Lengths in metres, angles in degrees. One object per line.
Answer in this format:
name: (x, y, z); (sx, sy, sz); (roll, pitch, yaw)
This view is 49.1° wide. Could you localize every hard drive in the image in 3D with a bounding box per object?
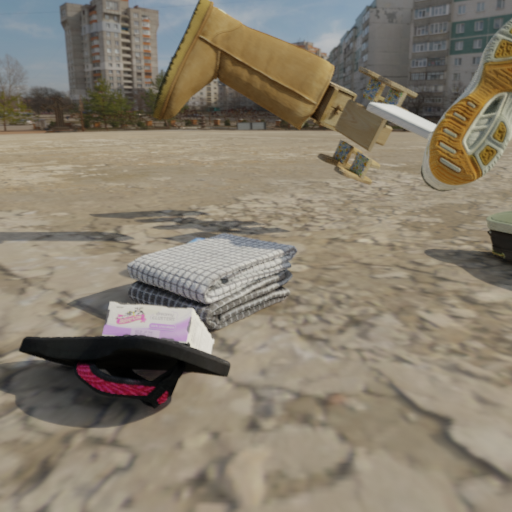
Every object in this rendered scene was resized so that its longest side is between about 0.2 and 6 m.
hard drive: (2.917, -2.538, 10.598); (0.948, 0.192, 1.438); (-9, 38, -44)

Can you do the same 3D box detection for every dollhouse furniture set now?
dollhouse furniture set: (1.846, -3.142, 12.380); (1.614, 2.129, 2.429); (12, 24, -33)

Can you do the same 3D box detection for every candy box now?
candy box: (-1.042, 0.896, 6.186); (0.925, 0.395, 1.103); (4, -24, 10)

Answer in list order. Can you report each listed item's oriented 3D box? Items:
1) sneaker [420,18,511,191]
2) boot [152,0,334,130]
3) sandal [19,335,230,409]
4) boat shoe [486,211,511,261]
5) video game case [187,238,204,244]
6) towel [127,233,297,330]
sneaker: (3.437, -2.252, 8.107); (1.192, 3.152, 1.382); (43, -3, 7)
boot: (-0.253, -3.108, 10.465); (2.774, 2.429, 0.917); (24, 15, -17)
sandal: (-1.406, 1.208, 5.760); (2.680, 0.604, 1.006); (-4, -27, 30)
boat shoe: (5.251, -0.112, 9.912); (1.017, 0.859, 2.853); (-16, 19, -12)
video game case: (-0.766, -0.093, 11.125); (1.479, 0.163, 1.346); (5, 17, 16)
towel: (-0.621, 0.343, 8.428); (1.713, 0.885, 2.069); (12, 22, 40)
